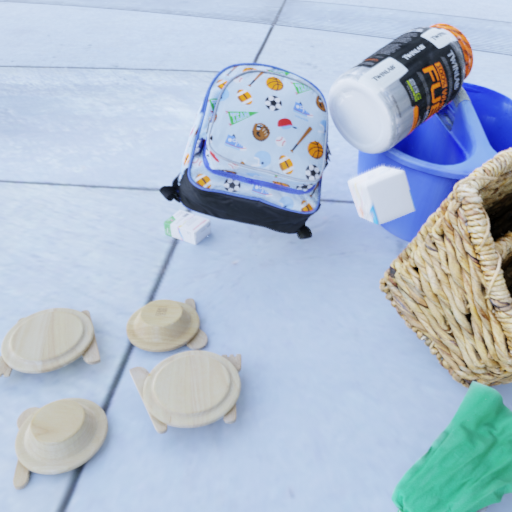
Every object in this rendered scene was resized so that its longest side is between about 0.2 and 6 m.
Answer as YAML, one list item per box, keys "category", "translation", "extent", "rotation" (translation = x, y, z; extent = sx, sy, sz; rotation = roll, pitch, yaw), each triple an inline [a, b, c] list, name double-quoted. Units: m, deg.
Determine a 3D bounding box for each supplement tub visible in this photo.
- category: "supplement tub"
  translation: [2.931, -3.404, 11.164]
  extent: [2.793, 1.711, 1.711]
  rotation: [-38, 49, -21]

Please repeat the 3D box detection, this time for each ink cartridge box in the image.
- category: "ink cartridge box"
  translation: [1.908, -0.939, 8.622]
  extent: [0.635, 0.646, 0.878]
  rotation: [-22, 15, -4]
- category: "ink cartridge box"
  translation: [-1.483, -0.622, 12.175]
  extent: [0.839, 0.352, 0.608]
  rotation: [19, 40, 24]

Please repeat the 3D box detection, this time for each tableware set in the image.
- category: "tableware set"
  translation: [-2.198, 1.768, 8.859]
  extent: [3.880, 0.450, 3.241]
  rotation: [-10, 36, -13]

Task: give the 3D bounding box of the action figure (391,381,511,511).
- category: "action figure"
  translation: [2.596, 2.850, 7.169]
  extent: [2.492, 0.681, 1.472]
  rotation: [-30, 46, -24]

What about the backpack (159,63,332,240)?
- category: "backpack"
  translation: [0.048, -2.313, 11.216]
  extent: [3.253, 2.506, 3.099]
  rotation: [15, 63, -16]

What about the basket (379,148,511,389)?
- category: "basket"
  translation: [4.460, 0.014, 8.542]
  extent: [3.940, 2.936, 2.812]
  rotation: [-25, 67, -28]

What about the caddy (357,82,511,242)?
- category: "caddy"
  translation: [4.311, -2.595, 12.839]
  extent: [3.736, 2.774, 5.285]
  rotation: [-2, 37, -2]
